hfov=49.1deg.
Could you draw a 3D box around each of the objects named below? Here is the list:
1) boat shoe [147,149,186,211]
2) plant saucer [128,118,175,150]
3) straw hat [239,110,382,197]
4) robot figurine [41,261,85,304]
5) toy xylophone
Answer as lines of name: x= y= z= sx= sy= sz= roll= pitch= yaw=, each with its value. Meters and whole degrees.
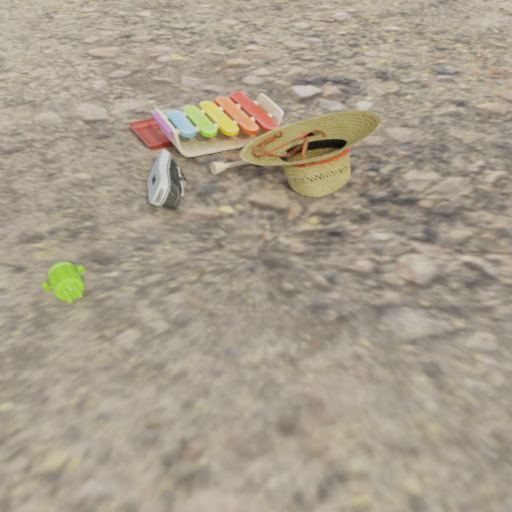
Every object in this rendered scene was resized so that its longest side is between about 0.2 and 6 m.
boat shoe: x=-1.664 y=-1.392 z=10.560 sx=0.601 sy=0.668 sz=1.889 roll=23 pitch=28 yaw=-23
plant saucer: x=-2.047 y=-2.739 z=12.447 sx=1.224 sy=0.225 sz=1.227 roll=-20 pitch=44 yaw=-24
straw hat: x=1.117 y=-1.737 z=10.492 sx=2.664 sy=1.127 sz=2.664 roll=-14 pitch=26 yaw=7
robot figurine: x=-2.878 y=0.378 z=8.454 sx=0.658 sy=0.434 sz=0.750 roll=-30 pitch=47 yaw=-13
toy xylophone: x=-0.626 y=-2.641 z=11.751 sx=2.765 sy=0.695 sz=2.025 roll=-24 pitch=50 yaw=-32
